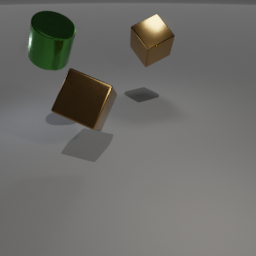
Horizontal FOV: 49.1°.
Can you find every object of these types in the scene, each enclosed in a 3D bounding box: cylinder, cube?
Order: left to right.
[{"bbox_3d":[-2.571,-2.895,9.376,1.400,1.400,1.400,12,52,-16],"label":"cylinder"},{"bbox_3d":[-1.299,-0.817,8.744,1.400,1.400,1.400,24,-1,4],"label":"cube"},{"bbox_3d":[1.044,-3.894,12.581,1.400,1.400,1.400,-29,73,-11],"label":"cube"}]
